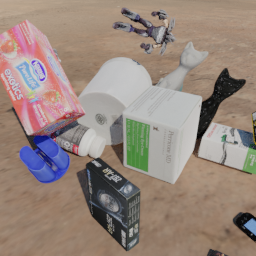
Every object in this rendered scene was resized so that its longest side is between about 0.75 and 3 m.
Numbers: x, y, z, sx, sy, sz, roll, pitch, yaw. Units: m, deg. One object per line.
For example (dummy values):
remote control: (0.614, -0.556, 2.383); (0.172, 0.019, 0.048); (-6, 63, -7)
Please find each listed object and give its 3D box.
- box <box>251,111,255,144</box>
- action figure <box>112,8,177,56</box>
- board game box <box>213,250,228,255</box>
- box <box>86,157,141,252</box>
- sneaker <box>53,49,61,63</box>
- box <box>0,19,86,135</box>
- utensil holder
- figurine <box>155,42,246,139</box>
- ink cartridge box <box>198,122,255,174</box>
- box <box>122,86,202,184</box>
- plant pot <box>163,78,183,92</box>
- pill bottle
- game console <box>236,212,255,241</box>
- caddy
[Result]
box: (4.810, 0.472, 9.097); (1.899, 0.468, 1.516); (40, 39, -16)
action figure: (0.708, -3.570, 10.208); (2.419, 1.574, 0.839); (28, 14, 20)
board game box: (2.329, 3.247, 6.179); (1.057, 0.183, 0.716); (16, 36, 29)
box: (-0.365, 1.855, 6.814); (0.412, 1.894, 1.517); (-26, 42, -34)
sneaker: (-3.216, -2.872, 10.475); (0.887, 1.544, 0.580); (2, 62, 36)
box: (-2.590, -1.342, 8.056); (1.466, 2.858, 1.353); (-27, -4, 5)
utensil holder: (-0.545, -1.068, 10.877); (2.451, 2.451, 2.884); (9, 36, 14)
figurine: (2.442, -1.470, 10.459); (2.785, 2.717, 1.199); (46, 24, 19)
ink cartridge box: (3.570, 0.630, 9.615); (1.944, 0.820, 1.420); (17, 31, 23)
box: (1.110, 0.143, 9.165); (1.889, 2.194, 2.205); (16, 38, 23)
plant pot: (2.094, -1.868, 13.425); (1.211, 0.816, 1.211); (-16, 34, 11)
pill bottle: (-1.754, 0.368, 9.773); (1.863, 1.032, 1.032); (22, 37, 11)
game console: (3.469, 2.835, 6.836); (1.113, 0.227, 1.886); (-19, 37, -27)
caddy: (-2.664, 1.018, 9.063); (1.228, 0.912, 1.738); (-44, 49, -17)
